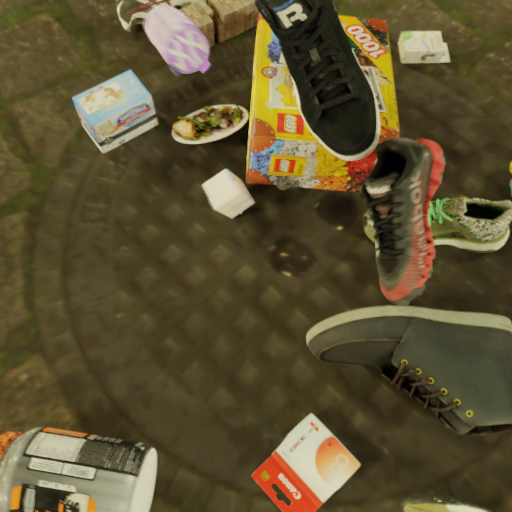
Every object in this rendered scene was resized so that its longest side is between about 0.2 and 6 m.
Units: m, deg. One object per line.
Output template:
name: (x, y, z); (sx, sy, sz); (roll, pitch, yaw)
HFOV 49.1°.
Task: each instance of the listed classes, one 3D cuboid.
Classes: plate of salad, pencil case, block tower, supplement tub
plate of salad: (-0.874, -2.517, 10.381); (1.468, 0.353, 1.468); (-10, 38, 8)
pencil case: (-1.200, -3.310, 8.516); (0.698, 0.711, 1.663); (-51, 39, 18)
block tower: (-0.933, -4.856, 11.596); (2.478, 0.669, 0.716); (-29, 68, -14)
supplement tub: (-2.445, 2.987, 7.418); (2.038, 1.248, 1.248); (8, 64, 4)

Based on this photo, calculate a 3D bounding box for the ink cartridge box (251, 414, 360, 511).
ink cartridge box: (0.696, 3.021, 7.934); (1.231, 0.309, 0.998); (-39, 70, -20)

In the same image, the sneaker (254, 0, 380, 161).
sneaker: (0.719, -2.871, 7.862); (1.139, 1.744, 3.118); (-23, 81, 22)

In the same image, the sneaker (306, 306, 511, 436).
sneaker: (2.318, 1.695, 8.075); (3.127, 1.170, 1.661); (0, 61, -1)

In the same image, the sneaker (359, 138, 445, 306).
sneaker: (1.924, -0.545, 7.753); (1.173, 0.849, 2.402); (12, 84, -38)

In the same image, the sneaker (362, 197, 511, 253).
sneaker: (3.060, -0.697, 9.289); (2.556, 1.133, 0.983); (-1, 64, -1)

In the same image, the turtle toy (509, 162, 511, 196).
turtle toy: (4.929, -1.262, 9.751); (1.162, 0.806, 1.594); (6, 63, 4)

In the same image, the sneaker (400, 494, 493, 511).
sneaker: (3.087, 3.941, 7.161); (2.659, 1.022, 1.178); (20, 73, 12)

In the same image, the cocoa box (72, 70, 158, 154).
cocoa box: (-2.603, -2.693, 10.444); (1.251, 0.821, 0.834); (-32, 68, -14)

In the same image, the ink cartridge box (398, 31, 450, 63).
ink cartridge box: (3.483, -4.286, 11.498); (1.010, 0.340, 0.592); (-1, 64, 0)

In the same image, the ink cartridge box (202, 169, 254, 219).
ink cartridge box: (-0.447, -1.040, 9.565); (0.515, 0.823, 0.529); (-33, 74, 13)

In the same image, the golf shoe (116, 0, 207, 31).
golf shoe: (-1.963, -5.249, 11.884); (1.957, 0.755, 0.862); (-8, 88, -5)

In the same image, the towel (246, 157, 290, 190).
towel: (0.678, -1.862, 10.304); (1.486, 0.271, 1.102); (-36, 67, -24)

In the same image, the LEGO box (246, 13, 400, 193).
LEGO box: (1.120, -2.806, 10.016); (2.415, 1.251, 3.243); (4, 58, -3)
